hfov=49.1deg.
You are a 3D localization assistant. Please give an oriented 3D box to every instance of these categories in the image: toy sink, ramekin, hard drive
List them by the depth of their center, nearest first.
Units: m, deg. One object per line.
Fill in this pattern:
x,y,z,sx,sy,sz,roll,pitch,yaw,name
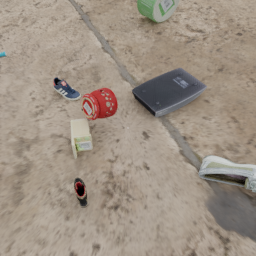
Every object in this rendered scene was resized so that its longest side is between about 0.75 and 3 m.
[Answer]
-1.491,0.337,9.088,0.621,0.723,1.109,-7,46,-6,toy sink
1.593,-1.383,10.810,2.526,0.535,1.704,-28,53,-23,hard drive
1.673,-6.699,14.655,2.255,2.255,1.102,-31,61,-25,ramekin

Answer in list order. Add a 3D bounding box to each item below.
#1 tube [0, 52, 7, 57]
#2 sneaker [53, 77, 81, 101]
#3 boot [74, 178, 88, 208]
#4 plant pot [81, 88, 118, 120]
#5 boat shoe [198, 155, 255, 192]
-6.019,-3.347,12.897,0.786,0.198,0.304,-14,36,-7,tube
-2.435,-1.563,10.951,1.372,0.580,0.514,27,53,23,sneaker
-1.286,1.625,7.512,0.325,0.669,0.889,-11,56,-10,boot
-0.966,-0.766,9.149,0.991,0.991,0.902,38,38,30,plant pot
3.174,1.432,8.069,2.191,0.808,0.703,17,55,21,boat shoe
